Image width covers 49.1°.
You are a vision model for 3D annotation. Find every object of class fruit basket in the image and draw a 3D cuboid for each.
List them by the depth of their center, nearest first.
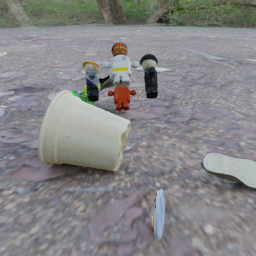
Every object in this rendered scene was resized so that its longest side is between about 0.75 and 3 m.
[{"bbox_3d":[-1.519,-1.230,10.105,0.862,1.195,1.195,17,16,-27],"label":"fruit basket"}]

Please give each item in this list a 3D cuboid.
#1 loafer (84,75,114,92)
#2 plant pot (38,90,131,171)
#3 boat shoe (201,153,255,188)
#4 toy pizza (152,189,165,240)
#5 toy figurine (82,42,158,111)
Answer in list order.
[{"bbox_3d":[-1.155,-1.762,11.085,1.384,0.482,0.520,-22,52,7],"label":"loafer"},{"bbox_3d":[-0.899,0.220,6.647,1.704,1.862,1.862,16,27,7],"label":"plant pot"},{"bbox_3d":[2.376,0.960,6.174,1.520,0.546,0.452,16,-17,6],"label":"boat shoe"},{"bbox_3d":[0.510,1.454,4.757,0.132,0.834,0.834,2,24,16],"label":"toy pizza"},{"bbox_3d":[-0.225,-1.721,9.404,2.187,1.545,2.221,14,-25,-41],"label":"toy figurine"}]
